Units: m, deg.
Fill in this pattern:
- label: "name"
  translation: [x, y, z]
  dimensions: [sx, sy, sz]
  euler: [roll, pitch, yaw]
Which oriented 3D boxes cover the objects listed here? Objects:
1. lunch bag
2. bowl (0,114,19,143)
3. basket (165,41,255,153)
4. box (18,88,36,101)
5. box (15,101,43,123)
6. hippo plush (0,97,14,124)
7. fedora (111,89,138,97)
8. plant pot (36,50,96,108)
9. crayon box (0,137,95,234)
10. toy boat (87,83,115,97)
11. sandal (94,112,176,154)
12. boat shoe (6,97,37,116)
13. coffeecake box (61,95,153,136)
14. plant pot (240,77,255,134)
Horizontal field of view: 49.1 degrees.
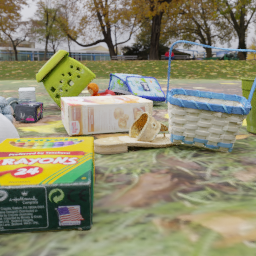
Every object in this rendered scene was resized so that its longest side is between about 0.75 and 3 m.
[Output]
- label: "lunch bag"
  translation: [0.473, -2.106, 15.981]
  dimensions: [2.361, 1.769, 2.776]
  euler: [-4, 27, -34]
- label: "bowl"
  translation: [-4.487, 0.092, 7.176]
  dimensions: [2.946, 1.099, 2.942]
  euler: [-10, 15, -34]
- label: "basket"
  translation: [2.054, -0.833, 7.373]
  dimensions: [2.320, 2.631, 1.830]
  euler: [12, 23, 8]
- label: "box"
  translation: [-5.212, -1.522, 14.559]
  dimensions: [0.804, 1.026, 1.650]
  euler: [-4, 13, -18]
- label: "box"
  translation: [-3.971, -0.661, 11.351]
  dimensions: [0.787, 0.682, 1.287]
  euler: [5, 12, -3]
- label: "hippo plush"
  translation: [-4.929, -0.365, 10.012]
  dimensions: [1.177, 1.166, 1.464]
  euler: [-24, 7, 14]
- label: "fedora"
  translation: [-0.189, -1.255, 13.469]
  dimensions: [1.560, 0.796, 1.764]
  euler: [18, -3, -6]
- label: "plant pot"
  translation: [-3.249, -2.587, 14.391]
  dimensions: [2.395, 2.185, 2.407]
  euler: [-45, 15, 2]
- label: "crayon box"
  translation: [-1.531, 0.739, 5.000]
  dimensions: [1.845, 0.738, 2.906]
  euler: [-1, 12, -6]
- label: "toy boat"
  translation: [-1.415, -1.343, 12.268]
  dimensions: [1.299, 1.301, 1.990]
  euler: [-8, 29, 21]
- label: "sandal"
  translation: [0.394, 0.038, 7.708]
  dimensions: [2.813, 0.925, 1.031]
  euler: [-7, 14, -30]
- label: "boat shoe"
  translation: [-4.755, -0.976, 12.580]
  dimensions: [0.713, 0.840, 2.307]
  euler: [-2, 7, 9]
- label: "coffeecake box"
  translation: [-0.849, -0.543, 10.073]
  dimensions: [2.850, 1.041, 2.188]
  euler: [-4, 14, -19]
- label: "plant pot"
  translation: [4.618, -0.729, 9.187]
  dimensions: [1.865, 1.796, 1.865]
  euler: [0, 13, 0]
